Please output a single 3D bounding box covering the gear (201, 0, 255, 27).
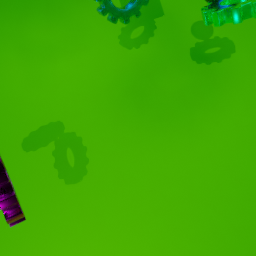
[{"bbox_3d":[2.472,-2.695,6.130,1.665,0.308,1.665,-17,29,10],"label":"gear"}]

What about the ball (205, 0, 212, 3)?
[{"bbox_3d":[2.285,-3.601,7.130,0.867,0.867,0.867,0,65,0],"label":"ball"}]

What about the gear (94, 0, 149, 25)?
[{"bbox_3d":[-0.149,-3.498,7.169,1.569,1.569,0.290,-30,43,-13],"label":"gear"}]

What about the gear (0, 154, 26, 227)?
[{"bbox_3d":[-2.247,0.991,5.012,0.280,1.513,1.513,-22,66,-24],"label":"gear"}]
